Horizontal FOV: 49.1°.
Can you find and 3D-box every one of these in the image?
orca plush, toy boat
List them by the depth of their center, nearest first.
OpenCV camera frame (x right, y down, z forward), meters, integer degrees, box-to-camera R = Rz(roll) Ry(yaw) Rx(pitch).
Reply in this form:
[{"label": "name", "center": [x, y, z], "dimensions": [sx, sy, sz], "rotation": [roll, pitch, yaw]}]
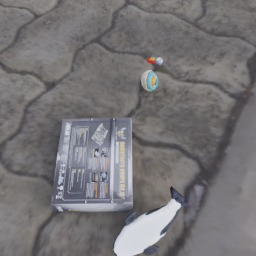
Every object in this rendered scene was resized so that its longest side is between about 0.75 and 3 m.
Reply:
[{"label": "orca plush", "center": [0.416, 1.990, 6.023], "dimensions": [0.949, 0.641, 1.804], "rotation": [37, 85, -3]}, {"label": "toy boat", "center": [0.698, -1.534, 7.969], "dimensions": [0.450, 0.813, 0.968], "rotation": [11, 95, 22]}]

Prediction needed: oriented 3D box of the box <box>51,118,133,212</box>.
[{"label": "box", "center": [-0.791, 0.829, 6.837], "dimensions": [1.814, 0.554, 2.291], "rotation": [-1, 58, -1]}]
